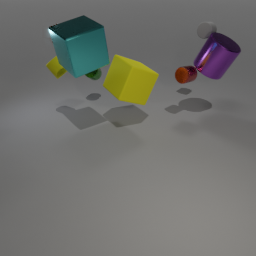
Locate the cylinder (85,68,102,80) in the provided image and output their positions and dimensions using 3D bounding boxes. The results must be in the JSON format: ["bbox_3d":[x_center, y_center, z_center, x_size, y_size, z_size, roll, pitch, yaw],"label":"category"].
[{"bbox_3d":[-1.706,-2.725,13.623,0.700,0.700,0.700,6,0,11],"label":"cylinder"}]

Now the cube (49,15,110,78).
[{"bbox_3d":[-1.644,-2.806,9.587,1.400,1.400,1.400,-28,46,-21],"label":"cube"}]

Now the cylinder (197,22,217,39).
[{"bbox_3d":[3.532,-4.383,12.542,0.700,0.700,0.700,17,27,29],"label":"cylinder"}]

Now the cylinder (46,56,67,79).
[{"bbox_3d":[-2.826,-2.471,11.336,0.700,0.700,0.700,-37,15,12],"label":"cylinder"}]

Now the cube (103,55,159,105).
[{"bbox_3d":[0.087,-1.910,11.233,1.400,1.400,1.400,7,26,-39],"label":"cube"}]

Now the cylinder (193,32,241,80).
[{"bbox_3d":[3.673,-2.981,11.631,1.400,1.400,1.400,16,43,-15],"label":"cylinder"}]

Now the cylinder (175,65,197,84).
[{"bbox_3d":[2.449,-2.253,11.796,0.700,0.700,0.700,23,28,35],"label":"cylinder"}]
